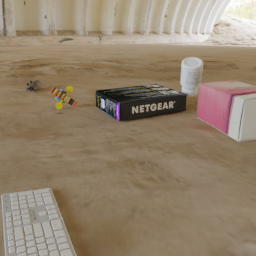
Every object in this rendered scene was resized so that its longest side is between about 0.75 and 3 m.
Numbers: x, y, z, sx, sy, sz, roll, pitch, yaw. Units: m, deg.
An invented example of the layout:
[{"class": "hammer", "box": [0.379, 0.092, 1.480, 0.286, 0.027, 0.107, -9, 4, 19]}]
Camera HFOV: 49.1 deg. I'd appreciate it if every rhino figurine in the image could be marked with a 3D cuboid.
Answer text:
[{"class": "rhino figurine", "box": [-4.337, -1.904, 12.842, 0.583, 0.398, 1.332, -1, 22, -4]}]

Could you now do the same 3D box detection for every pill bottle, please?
[{"class": "pill bottle", "box": [2.216, -1.765, 9.844, 0.726, 1.269, 0.726, -3, 43, 3]}]

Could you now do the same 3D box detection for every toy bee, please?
[{"class": "toy bee", "box": [-2.185, -1.095, 10.089, 0.739, 0.890, 1.359, 31, 20, 14]}]

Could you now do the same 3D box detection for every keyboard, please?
[{"class": "keyboard", "box": [-1.152, 1.567, 3.651, 0.818, 0.155, 2.907, -9, 22, -23]}]

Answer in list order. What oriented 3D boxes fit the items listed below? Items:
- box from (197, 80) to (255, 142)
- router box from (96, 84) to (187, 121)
[{"class": "box", "box": [3.121, -0.581, 8.018, 1.371, 1.168, 2.144, -7, 21, -15]}, {"class": "router box", "box": [0.417, -0.967, 9.833, 2.623, 0.670, 1.957, -10, 22, -25]}]
